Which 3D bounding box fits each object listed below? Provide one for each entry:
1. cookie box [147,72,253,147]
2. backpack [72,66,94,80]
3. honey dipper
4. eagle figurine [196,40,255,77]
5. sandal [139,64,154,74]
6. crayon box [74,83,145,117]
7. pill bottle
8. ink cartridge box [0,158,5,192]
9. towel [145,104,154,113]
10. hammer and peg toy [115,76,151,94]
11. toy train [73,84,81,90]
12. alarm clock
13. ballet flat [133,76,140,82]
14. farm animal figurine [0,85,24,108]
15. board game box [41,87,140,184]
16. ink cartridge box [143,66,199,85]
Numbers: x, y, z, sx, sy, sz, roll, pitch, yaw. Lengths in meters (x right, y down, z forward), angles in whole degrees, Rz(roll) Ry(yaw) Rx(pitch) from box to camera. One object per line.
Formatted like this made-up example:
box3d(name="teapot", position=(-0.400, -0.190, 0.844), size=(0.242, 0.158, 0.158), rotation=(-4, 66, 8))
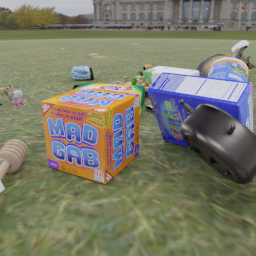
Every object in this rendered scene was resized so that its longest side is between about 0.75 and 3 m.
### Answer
box3d(name="cookie box", position=(1.694, -0.279, 6.450), size=(2.096, 1.793, 0.788), rotation=(16, 55, 36))
box3d(name="backpack", position=(-2.416, -2.881, 14.741), size=(1.101, 0.846, 0.898), rotation=(-14, 39, -1))
box3d(name="honey dipper", position=(-2.433, 1.041, 5.071), size=(0.533, 0.533, 2.807), rotation=(-1, 24, -4))
box3d(name="eagle figurine", position=(5.108, -3.185, 13.880), size=(2.893, 2.195, 2.183), rotation=(-2, 43, -35))
box3d(name="sandal", position=(1.241, -3.524, 16.567), size=(0.796, 0.535, 1.982), rotation=(12, 24, 28))
box3d(name="crayon box", position=(-0.728, -0.990, 9.846), size=(2.462, 0.718, 2.124), rotation=(3, 22, 8))
box3d(name="pill bottle", position=(2.779, -0.933, 8.098), size=(1.148, 1.148, 2.048), rotation=(8, 60, 20))
box3d(name="ink cartridge box", position=(-3.010, 0.804, 3.967), size=(1.352, 1.317, 2.104), rotation=(-7, 21, 22))
box3d(name="towel", position=(1.962, -0.682, 9.571), size=(2.112, 0.365, 2.033), rotation=(-13, 25, -29))
box3d(name="hammer and peg toy", position=(0.366, -1.842, 11.870), size=(1.391, 0.667, 1.891), rotation=(-7, 22, -39))
box3d(name="toy train", position=(-1.019, -1.512, 11.395), size=(2.685, 0.458, 0.615), rotation=(7, 3, 17))
box3d(name="alarm clock", position=(1.723, 0.440, 4.961), size=(0.733, 2.202, 1.485), rotation=(-49, 36, -1))
box3d(name="ballet flat", position=(0.612, -2.320, 13.679), size=(0.434, 0.410, 1.287), rotation=(-13, 25, -31))
box3d(name="farm animal figurine", position=(-2.557, -0.643, 5.656), size=(0.820, 0.413, 0.663), rotation=(-19, 38, -9))
box3d(name="board game box", position=(-0.739, 0.050, 6.121), size=(1.503, 1.505, 1.504), rotation=(11, 24, 26))
box3d(name="ink cartridge box", position=(1.924, -2.136, 12.513), size=(2.098, 0.918, 1.524), rotation=(13, 25, 31))
